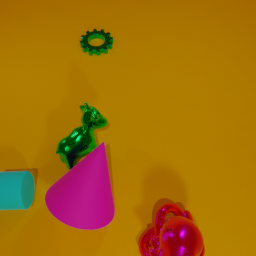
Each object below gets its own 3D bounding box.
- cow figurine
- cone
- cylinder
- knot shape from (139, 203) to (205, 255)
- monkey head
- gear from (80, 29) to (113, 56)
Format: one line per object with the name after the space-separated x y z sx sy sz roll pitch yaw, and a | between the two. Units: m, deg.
-1.184 0.175 7.007 1.475 1.451 0.809 -29 43 -25 | cow figurine
-0.788 1.003 6.082 1.619 1.625 1.619 19 20 -7 | cone
-2.785 1.473 6.601 0.884 0.884 0.884 -2 60 2 | cylinder
0.860 2.471 6.171 1.315 0.649 1.406 -23 64 -8 | knot shape
1.073 2.372 5.433 1.013 1.681 1.209 -37 96 16 | monkey head
-1.071 -2.939 9.594 1.119 0.207 1.119 0 60 0 | gear
